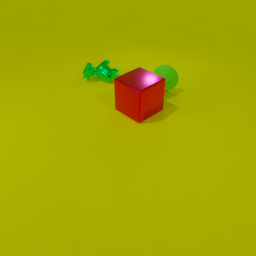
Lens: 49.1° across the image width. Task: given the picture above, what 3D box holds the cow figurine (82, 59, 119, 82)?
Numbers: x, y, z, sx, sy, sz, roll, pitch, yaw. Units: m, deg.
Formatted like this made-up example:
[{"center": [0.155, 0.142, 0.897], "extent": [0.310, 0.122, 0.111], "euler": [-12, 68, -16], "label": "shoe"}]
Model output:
[{"center": [-1.113, -2.187, 11.095], "extent": [1.209, 0.675, 1.229], "euler": [-39, 69, -22], "label": "cow figurine"}]

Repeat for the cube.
[{"center": [0.382, -1.122, 9.312], "extent": [1.213, 1.213, 1.213], "euler": [-31, 47, -33], "label": "cube"}]

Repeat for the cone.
[{"center": [1.188, -1.627, 10.071], "extent": [1.006, 1.006, 1.010], "euler": [16, 38, 19], "label": "cone"}]
